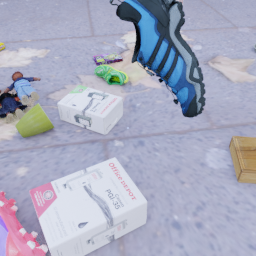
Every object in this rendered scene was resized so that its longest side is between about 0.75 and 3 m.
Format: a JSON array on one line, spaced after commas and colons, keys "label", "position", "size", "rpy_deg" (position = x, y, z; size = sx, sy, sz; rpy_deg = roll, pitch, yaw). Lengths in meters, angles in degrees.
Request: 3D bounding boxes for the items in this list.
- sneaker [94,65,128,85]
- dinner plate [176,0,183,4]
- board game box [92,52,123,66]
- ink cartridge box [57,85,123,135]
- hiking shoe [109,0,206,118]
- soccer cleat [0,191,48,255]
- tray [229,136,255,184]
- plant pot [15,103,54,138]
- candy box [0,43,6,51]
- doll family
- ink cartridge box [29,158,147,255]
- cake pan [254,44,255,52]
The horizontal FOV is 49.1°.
[{"label": "sneaker", "position": [-0.647, -1.841, 9.786], "size": [1.331, 0.493, 0.556], "rpy_deg": [19, 40, 21]}, {"label": "dinner plate", "position": [1.347, -3.728, 8.270], "size": [0.124, 1.020, 1.020], "rpy_deg": [12, 40, 35]}, {"label": "board game box", "position": [-0.813, -2.765, 11.154], "size": [1.077, 0.174, 0.647], "rpy_deg": [-13, 46, -15]}, {"label": "ink cartridge box", "position": [-1.054, -0.557, 8.138], "size": [1.547, 0.650, 1.125], "rpy_deg": [18, 43, 20]}, {"label": "hiking shoe", "position": [0.655, -1.325, 5.409], "size": [1.150, 2.652, 0.987], "rpy_deg": [-22, 18, 3]}, {"label": "soccer cleat", "position": [-2.421, 1.894, 5.204], "size": [2.412, 0.805, 0.922], "rpy_deg": [30, 74, 37]}, {"label": "tray", "position": [3.817, 0.795, 6.712], "size": [2.449, 0.453, 1.208], "rpy_deg": [3, 40, 5]}, {"label": "plant pot", "position": [-2.584, -0.120, 7.636], "size": [0.847, 0.792, 0.792], "rpy_deg": [-34, 49, -13]}, {"label": "candy box", "position": [-6.388, -3.473, 11.891], "size": [2.059, 0.272, 1.052], "rpy_deg": [15, 45, 18]}, {"label": "doll family", "position": [-3.849, -0.886, 8.358], "size": [2.621, 1.028, 1.515], "rpy_deg": [-17, 39, -26]}, {"label": "ink cartridge box", "position": [-0.763, 1.552, 5.534], "size": [1.907, 0.789, 1.397], "rpy_deg": [-20, 44, -22]}, {"label": "cake pan", "position": [5.765, -3.304, 11.759], "size": [0.975, 0.179, 0.975], "rpy_deg": [0, 40, 0]}]
